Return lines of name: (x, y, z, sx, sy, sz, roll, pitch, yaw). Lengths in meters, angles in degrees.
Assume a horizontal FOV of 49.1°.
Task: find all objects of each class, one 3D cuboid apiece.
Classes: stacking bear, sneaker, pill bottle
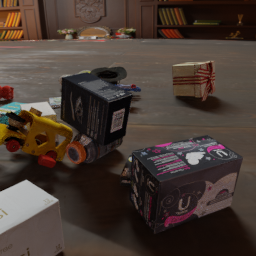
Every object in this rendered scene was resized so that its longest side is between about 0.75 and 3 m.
stacking bear: (-5.950, -1.591, 12.462, 1.619, 0.983, 0.920, -2, 28, -24)
sneaker: (-2.524, -2.463, 14.828, 2.076, 0.811, 0.938, -21, 37, -29)
pill bottle: (-0.894, 0.406, 7.440, 0.828, 0.828, 1.559, 15, 26, 33)

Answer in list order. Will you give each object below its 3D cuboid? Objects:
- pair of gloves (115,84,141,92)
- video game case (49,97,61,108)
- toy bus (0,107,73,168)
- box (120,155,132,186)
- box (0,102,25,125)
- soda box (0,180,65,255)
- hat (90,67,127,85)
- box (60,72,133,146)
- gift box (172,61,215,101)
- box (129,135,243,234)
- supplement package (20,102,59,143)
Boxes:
pair of gloves: (-0.674, -1.787, 12.710, 2.348, 0.333, 2.921, 1, 7, 11)
video game case: (-2.781, -1.161, 12.254, 1.271, 0.140, 1.159, -7, 23, -15)
toy bus: (-2.452, 0.056, 7.013, 2.015, 1.103, 2.136, 24, -2, -3)
box: (0.351, 1.021, 6.684, 0.883, 0.244, 1.103, 5, 22, 11)
box: (-4.338, -0.337, 9.697, 0.873, 0.522, 2.123, 8, 23, 20)
soda box: (-2.312, 1.834, 3.633, 0.938, 1.004, 2.948, 17, 27, 36)
hat: (-0.998, -2.454, 14.542, 2.176, 0.878, 2.176, -4, 33, 3)
box: (-0.839, -0.522, 6.950, 1.654, 1.224, 0.863, 31, 36, 30)
gift box: (3.094, -2.193, 12.967, 1.695, 1.675, 1.815, 7, 25, 39)
box: (1.078, 1.017, 5.389, 1.840, 1.216, 1.056, -10, 28, -23)
supplement package: (-2.798, -0.180, 8.789, 0.898, 0.909, 1.500, -10, 24, -23)
